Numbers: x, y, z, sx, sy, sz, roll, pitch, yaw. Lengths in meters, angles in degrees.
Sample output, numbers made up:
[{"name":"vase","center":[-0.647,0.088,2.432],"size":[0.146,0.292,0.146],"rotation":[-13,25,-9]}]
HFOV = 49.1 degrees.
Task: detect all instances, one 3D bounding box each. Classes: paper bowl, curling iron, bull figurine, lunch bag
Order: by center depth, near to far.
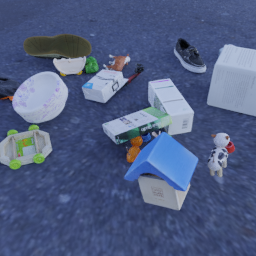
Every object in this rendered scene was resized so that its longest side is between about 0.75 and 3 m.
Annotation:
[{"name":"paper bowl","center":[-2.753,-0.919,9.107],"size":[1.734,0.902,1.734],"rotation":[-13,52,16]},{"name":"curling iron","center":[-0.085,-1.873,10.819],"size":[0.266,0.516,2.080],"rotation":[24,56,38]},{"name":"bull figurine","center":[-0.453,-2.744,11.839],"size":[0.858,0.460,1.414],"rotation":[8,40,13]},{"name":"lunch bag","center":[4.617,-3.274,12.360],"size":[0.942,0.599,0.798],"rotation":[-33,48,-20]}]

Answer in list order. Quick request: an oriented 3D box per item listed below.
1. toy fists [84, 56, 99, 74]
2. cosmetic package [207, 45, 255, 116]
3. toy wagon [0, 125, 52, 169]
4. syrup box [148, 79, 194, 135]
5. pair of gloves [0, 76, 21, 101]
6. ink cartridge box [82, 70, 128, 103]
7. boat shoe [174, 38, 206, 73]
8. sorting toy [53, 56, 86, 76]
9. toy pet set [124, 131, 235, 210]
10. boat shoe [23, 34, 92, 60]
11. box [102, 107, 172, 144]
[{"name":"toy fists","center":[-1.555,-2.676,11.825],"size":[0.551,0.372,1.080],"rotation":[-9,40,-11]},{"name":"cosmetic package","center":[3.997,-1.635,9.604],"size":[2.001,1.651,1.650],"rotation":[18,44,20]},{"name":"toy wagon","center":[-3.155,0.582,8.024],"size":[1.829,0.362,1.419],"rotation":[-14,42,-15]},{"name":"syrup box","center":[1.343,-0.749,9.219],"size":[0.833,0.805,2.045],"rotation":[-10,41,-10]},{"name":"pair of gloves","center":[-5.067,-0.975,9.845],"size":[2.647,0.367,2.971],"rotation":[19,43,21]},{"name":"ink cartridge box","center":[-0.804,-1.650,10.288],"size":[0.938,0.540,1.619],"rotation":[14,46,31]},{"name":"boat shoe","center":[2.690,-3.229,12.146],"size":[0.820,0.776,2.344],"rotation":[-9,41,-10]},{"name":"sorting toy","center":[-2.376,-2.730,11.738],"size":[1.286,0.687,1.158],"rotation":[-5,33,-4]},{"name":"toy pet set","center":[0.918,0.469,6.782],"size":[2.774,1.473,2.590],"rotation":[5,37,30]},{"name":"boat shoe","center":[-3.087,-3.539,12.356],"size":[2.855,1.020,0.938],"rotation":[-5,6,-18]},{"name":"box","center":[0.241,-0.117,8.221],"size":[1.746,0.317,1.260],"rotation":[-21,22,-14]}]
